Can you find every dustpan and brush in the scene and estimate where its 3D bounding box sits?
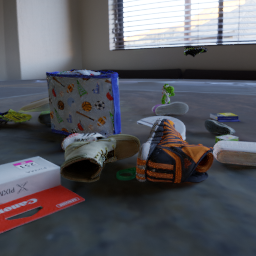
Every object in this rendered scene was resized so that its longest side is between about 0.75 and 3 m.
[{"bbox_3d":[1.647,-0.012,10.659,1.755,0.720,2.514,22,29,30],"label":"dustpan and brush"}]

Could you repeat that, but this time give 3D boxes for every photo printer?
[{"bbox_3d":[3.036,0.678,7.788,1.277,0.443,1.062,4,14,17],"label":"photo printer"}]

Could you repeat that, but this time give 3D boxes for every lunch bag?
[{"bbox_3d":[-1.439,-0.914,10.367,2.840,2.414,1.758,10,22,36],"label":"lunch bag"}]

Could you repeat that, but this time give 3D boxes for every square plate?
[{"bbox_3d":[-3.145,-1.144,13.035,2.900,0.413,2.873,-8,0,43],"label":"square plate"}]

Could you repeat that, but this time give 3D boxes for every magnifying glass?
[{"bbox_3d":[0.140,1.055,6.934,0.450,0.127,1.130,9,17,34],"label":"magnifying glass"}]

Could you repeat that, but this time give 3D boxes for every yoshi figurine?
[{"bbox_3d":[2.402,-1.907,16.785,0.824,1.472,0.827,2,12,7],"label":"yoshi figurine"}]

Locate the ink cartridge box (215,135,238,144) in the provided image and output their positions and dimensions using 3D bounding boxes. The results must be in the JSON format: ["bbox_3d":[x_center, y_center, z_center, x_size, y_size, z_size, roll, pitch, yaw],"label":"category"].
[{"bbox_3d":[3.317,0.481,8.938,0.622,0.319,0.842,-8,14,-30],"label":"ink cartridge box"}]

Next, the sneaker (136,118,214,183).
[{"bbox_3d":[1.304,0.618,7.087,1.640,1.135,2.927,7,25,14],"label":"sneaker"}]

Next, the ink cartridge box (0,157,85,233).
[{"bbox_3d":[-2.289,1.215,5.396,2.239,0.488,1.944,-12,16,-42],"label":"ink cartridge box"}]

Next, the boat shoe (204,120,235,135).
[{"bbox_3d":[3.509,-0.004,10.829,0.407,0.467,1.268,-2,15,-35],"label":"boat shoe"}]

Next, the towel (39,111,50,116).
[{"bbox_3d":[-2.919,-0.906,14.722,2.920,0.448,2.178,0,12,-1],"label":"towel"}]

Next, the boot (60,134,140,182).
[{"bbox_3d":[-0.612,0.727,6.945,2.041,0.736,1.578,-7,13,-4],"label":"boot"}]

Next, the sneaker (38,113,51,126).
[{"bbox_3d":[-2.690,-0.714,12.526,2.718,1.077,1.025,-10,18,-32],"label":"sneaker"}]

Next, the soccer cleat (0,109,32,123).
[{"bbox_3d":[-5.185,-0.564,12.794,1.503,0.629,0.486,-4,13,-17],"label":"soccer cleat"}]

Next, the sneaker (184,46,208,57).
[{"bbox_3d":[3.089,-3.448,12.836,1.085,0.449,0.389,2,-5,1],"label":"sneaker"}]

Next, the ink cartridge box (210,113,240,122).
[{"bbox_3d":[4.693,-0.524,13.516,1.083,0.258,1.096,-2,11,-8],"label":"ink cartridge box"}]

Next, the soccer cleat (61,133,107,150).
[{"bbox_3d":[-1.340,0.427,8.779,0.655,0.528,1.538,8,10,44],"label":"soccer cleat"}]

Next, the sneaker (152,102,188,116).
[{"bbox_3d":[2.205,-1.082,15.027,1.888,0.684,1.077,-3,10,-13],"label":"sneaker"}]
